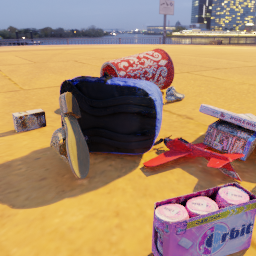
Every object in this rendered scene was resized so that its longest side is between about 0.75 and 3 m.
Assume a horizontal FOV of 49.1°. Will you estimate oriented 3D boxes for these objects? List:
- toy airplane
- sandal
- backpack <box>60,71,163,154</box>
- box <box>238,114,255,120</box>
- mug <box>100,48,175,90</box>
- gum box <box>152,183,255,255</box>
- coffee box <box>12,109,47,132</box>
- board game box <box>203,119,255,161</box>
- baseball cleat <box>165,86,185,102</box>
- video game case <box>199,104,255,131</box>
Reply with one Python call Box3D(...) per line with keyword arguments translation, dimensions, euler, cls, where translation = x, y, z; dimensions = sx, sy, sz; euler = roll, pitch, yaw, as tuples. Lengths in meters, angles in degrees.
Box3D(translation=(1.534, 0.581, 6.411), dimensions=(2.358, 0.434, 2.358), euler=(1, 19, 0), cls="toy airplane")
Box3D(translation=(-1.320, 0.221, 5.874), dimensions=(0.646, 1.964, 0.720), euler=(-22, -26, 19), cls="sandal")
Box3D(translation=(-0.268, -0.460, 7.075), dimensions=(2.343, 1.904, 1.966), euler=(5, 22, 16), cls="backpack")
Box3D(translation=(3.701, -0.262, 9.058), dimensions=(0.958, 0.197, 0.747), euler=(-3, 20, -5), cls="box")
Box3D(translation=(0.285, -2.191, 12.730), dimensions=(2.909, 2.583, 1.941), euler=(-20, 64, -33), cls="mug")
Box3D(translation=(0.998, 1.335, 3.800), dimensions=(1.442, 0.818, 0.477), euler=(-8, 22, -21), cls="gum box")
Box3D(translation=(-2.993, -0.243, 8.538), dimensions=(0.897, 0.513, 0.358), euler=(-15, 25, -33), cls="coffee box")
Box3D(translation=(2.543, 0.257, 6.889), dimensions=(1.062, 0.514, 0.847), euler=(23, 26, 29), cls="board game box")
Box3D(translation=(1.990, -1.436, 11.614), dimensions=(0.413, 0.630, 1.184), euler=(11, 20, 42), cls="baseball cleat")
Box3D(translation=(3.139, -0.180, 7.472), dimensions=(1.954, 0.246, 2.145), euler=(23, 12, 30), cls="video game case")
